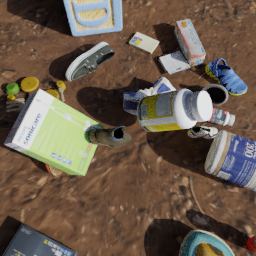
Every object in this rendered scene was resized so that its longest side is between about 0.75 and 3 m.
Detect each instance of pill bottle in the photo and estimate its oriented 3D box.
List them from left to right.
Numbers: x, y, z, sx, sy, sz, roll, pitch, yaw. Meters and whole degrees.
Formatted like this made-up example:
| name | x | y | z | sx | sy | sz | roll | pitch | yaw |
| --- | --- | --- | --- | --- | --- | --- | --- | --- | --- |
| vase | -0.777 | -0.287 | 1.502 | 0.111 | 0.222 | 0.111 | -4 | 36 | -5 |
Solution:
| name | x | y | z | sx | sy | sz | roll | pitch | yaw |
| --- | --- | --- | --- | --- | --- | --- | --- | --- | --- |
| pill bottle | 1.549 | -0.595 | 9.496 | 2.362 | 1.323 | 1.323 | -6 | 55 | 43 |
| pill bottle | 3.667 | -0.415 | 11.058 | 0.960 | 0.574 | 0.574 | 15 | 65 | 6 |
| pill bottle | 4.300 | 1.289 | 9.653 | 2.912 | 1.616 | 1.616 | 20 | 66 | 9 |

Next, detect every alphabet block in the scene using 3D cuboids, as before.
| name | x | y | z | sx | sy | sz | roll | pitch | yaw |
| --- | --- | --- | --- | --- | --- | --- | --- | --- | --- |
| alphabet block | -1.664 | -6.086 | 12.702 | 2.508 | 2.522 | 2.568 | -8 | 64 | -5 |

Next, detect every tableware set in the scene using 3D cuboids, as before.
| name | x | y | z | sx | sy | sz | roll | pitch | yaw |
| --- | --- | --- | --- | --- | --- | --- | --- | --- | --- |
| tableware set | -3.859 | -1.452 | 11.706 | 2.492 | 0.382 | 1.678 | -12 | 62 | -5 |

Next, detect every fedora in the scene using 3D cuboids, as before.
| name | x | y | z | sx | sy | sz | roll | pitch | yaw |
| --- | --- | --- | --- | --- | --- | --- | --- | --- | --- |
| fedora | 3.570 | -1.424 | 11.487 | 1.075 | 0.951 | 0.485 | 10 | 33 | 21 |

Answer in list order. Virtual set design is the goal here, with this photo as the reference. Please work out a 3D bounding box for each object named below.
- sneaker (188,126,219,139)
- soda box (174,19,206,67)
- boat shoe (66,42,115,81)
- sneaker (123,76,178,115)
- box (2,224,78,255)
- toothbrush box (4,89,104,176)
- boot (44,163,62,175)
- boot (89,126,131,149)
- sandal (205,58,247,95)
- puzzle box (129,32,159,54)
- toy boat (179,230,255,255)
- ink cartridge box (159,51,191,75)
| name | x | y | z | sx | sy | sz | roll | pitch | yaw |
| --- | --- | --- | --- | --- | --- | --- | --- | --- | --- |
| sneaker | 2.943 | 0.143 | 10.848 | 1.190 | 0.476 | 0.439 | -4 | 63 | -3 |
| soda box | 2.756 | -3.839 | 12.603 | 0.689 | 0.741 | 2.167 | -12 | 65 | -6 |
| boat shoe | -1.583 | -2.809 | 12.065 | 0.714 | 0.865 | 2.521 | 39 | 68 | 16 |
| sneaker | 1.020 | -1.314 | 11.342 | 2.506 | 1.012 | 1.447 | 4 | 61 | -5 |
| box | -2.881 | 4.242 | 8.834 | 2.050 | 0.523 | 1.616 | 23 | 68 | 11 |
| toothbrush box | -2.375 | 0.235 | 9.354 | 2.594 | 1.117 | 1.889 | 32 | 67 | -30 |
| boot | -3.137 | 0.780 | 10.425 | 1.188 | 0.831 | 2.215 | -23 | 79 | 23 |
| boot | -0.294 | 0.329 | 9.630 | 0.947 | 1.955 | 0.730 | -8 | 84 | 39 |
| sandal | 4.147 | -2.187 | 11.752 | 0.803 | 0.880 | 2.021 | -40 | 72 | -19 |
| puzzle box | 0.737 | -3.940 | 12.983 | 1.188 | 0.151 | 0.790 | 28 | 68 | 13 |
| toy boat | 3.050 | 4.032 | 8.455 | 2.996 | 1.392 | 2.519 | -24 | 66 | -11 |
| ink cartridge box | 2.056 | -2.841 | 12.398 | 1.064 | 0.216 | 1.066 | -20 | 63 | -10 |
